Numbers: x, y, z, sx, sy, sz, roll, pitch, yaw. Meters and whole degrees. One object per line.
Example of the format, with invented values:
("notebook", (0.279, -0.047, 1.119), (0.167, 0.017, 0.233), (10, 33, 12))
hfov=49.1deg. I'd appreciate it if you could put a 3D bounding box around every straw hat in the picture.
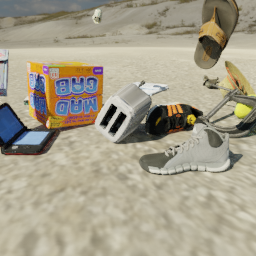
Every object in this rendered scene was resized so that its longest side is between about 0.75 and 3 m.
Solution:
("straw hat", (4.619, -1.811, 12.548), (1.046, 2.473, 2.473), (-38, -4, 34))

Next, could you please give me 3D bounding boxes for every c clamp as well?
("c clamp", (3.366, -0.598, 9.517), (2.419, 0.383, 2.831), (17, 43, 35))

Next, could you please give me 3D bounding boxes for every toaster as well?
("toaster", (-0.125, -0.431, 7.952), (1.053, 1.854, 1.197), (41, 38, 6))

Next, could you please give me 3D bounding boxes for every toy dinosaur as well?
("toy dinosaur", (4.523, -2.360, 15.065), (0.916, 0.689, 1.791), (-11, 25, 5))

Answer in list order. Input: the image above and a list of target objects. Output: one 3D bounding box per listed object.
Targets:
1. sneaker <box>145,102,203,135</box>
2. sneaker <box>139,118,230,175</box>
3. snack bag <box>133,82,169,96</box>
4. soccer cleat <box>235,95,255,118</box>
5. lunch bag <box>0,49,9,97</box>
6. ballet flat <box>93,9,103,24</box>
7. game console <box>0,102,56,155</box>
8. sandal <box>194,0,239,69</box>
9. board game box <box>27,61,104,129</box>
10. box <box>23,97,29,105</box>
("sneaker", (1.522, -0.327, 8.838), (1.097, 0.853, 2.438), (11, 20, 35))
("sneaker", (1.307, 0.355, 6.402), (2.119, 1.224, 0.795), (-2, 20, -6))
("snack bag", (0.823, -2.108, 14.717), (2.003, 0.227, 2.125), (13, 23, 30))
("soccer cleat", (4.956, -0.788, 10.261), (2.425, 0.784, 1.015), (-11, 26, -27))
("lunch bag", (-3.813, -1.582, 7.525), (1.113, 1.313, 0.834), (3, -18, -20))
("ballet flat", (-1.221, -4.311, 11.043), (0.387, 0.387, 1.079), (-3, -1, -8))
("game console", (-2.967, -0.047, 7.814), (1.483, 1.021, 1.721), (0, 20, 1))
("sandal", (1.593, -1.778, 5.418), (0.710, 1.739, 0.475), (30, 58, 15))
("board game box", (-2.161, -1.237, 9.555), (1.914, 1.913, 1.913), (-9, 21, -36))
("box", (-3.802, -1.253, 12.345), (1.340, 0.243, 0.967), (-3, 20, -4))
